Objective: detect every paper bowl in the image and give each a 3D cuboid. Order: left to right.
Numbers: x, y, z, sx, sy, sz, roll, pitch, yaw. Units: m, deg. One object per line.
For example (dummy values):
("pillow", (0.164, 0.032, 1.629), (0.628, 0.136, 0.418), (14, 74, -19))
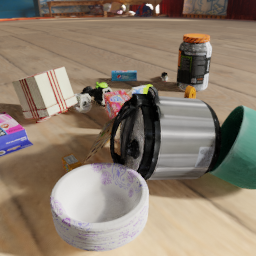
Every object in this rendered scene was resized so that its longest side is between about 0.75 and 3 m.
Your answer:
("paper bowl", (-0.627, 1.874, 6.527), (2.205, 1.147, 2.205), (0, 28, 0))

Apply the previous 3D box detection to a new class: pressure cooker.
("pressure cooker", (0.859, 0.243, 7.872), (2.754, 2.422, 2.460), (1, -16, -18))

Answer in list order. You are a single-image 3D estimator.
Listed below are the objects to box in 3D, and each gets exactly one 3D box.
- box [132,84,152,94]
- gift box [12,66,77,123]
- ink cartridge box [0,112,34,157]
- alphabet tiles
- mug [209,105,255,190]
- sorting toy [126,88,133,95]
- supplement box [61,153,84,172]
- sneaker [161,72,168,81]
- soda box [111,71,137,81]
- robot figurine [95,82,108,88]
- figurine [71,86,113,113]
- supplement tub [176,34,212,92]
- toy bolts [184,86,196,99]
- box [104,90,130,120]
("box", (0.635, -1.672, 13.743), (1.197, 0.730, 0.285), (-15, 31, -26))
("gift box", (-3.552, -1.395, 12.047), (2.074, 1.937, 1.914), (-2, 22, 42))
("ink cartridge box", (-4.764, 0.166, 10.576), (1.290, 0.505, 2.724), (-22, 37, -36))
("alphabet tiles", (-0.487, 0.053, 9.385), (0.088, 1.956, 2.340), (40, 39, 8))
("mug", (3.484, 0.469, 7.936), (1.584, 2.105, 2.562), (25, 58, 4))
("sorting toy", (-0.363, -1.439, 13.483), (1.309, 0.193, 0.968), (-35, 8, -13))
("supplement box", (-1.570, 1.269, 8.474), (0.442, 0.428, 1.286), (-18, 32, -27))
("sneaker", (2.203, -3.184, 16.908), (0.399, 0.473, 1.081), (2, 28, 3))
("soda box", (-0.229, -3.127, 16.750), (1.520, 0.515, 0.488), (-1, 28, -1))
("robot figurine", (-1.415, -2.135, 14.892), (0.732, 0.483, 0.834), (30, 36, 19))
("figurine", (-2.105, -1.462, 13.419), (2.055, 0.885, 2.005), (-23, 28, -36))
("supplement tub", (3.534, -3.513, 15.009), (1.719, 2.805, 1.719), (0, 28, 0))
("toy bolts", (2.235, -0.960, 11.756), (1.201, 1.654, 1.731), (11, 11, 33))
("box", (-0.335, -0.823, 11.839), (0.976, 0.935, 1.958), (-12, 30, -12))
